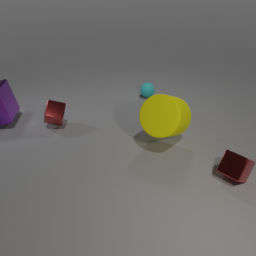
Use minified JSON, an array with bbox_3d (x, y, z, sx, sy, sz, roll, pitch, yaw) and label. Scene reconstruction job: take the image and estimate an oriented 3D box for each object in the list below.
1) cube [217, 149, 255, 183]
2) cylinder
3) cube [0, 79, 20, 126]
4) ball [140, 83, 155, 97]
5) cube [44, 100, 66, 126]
[{"bbox_3d":[3.145,1.115,8.154,0.700,0.700,0.700,28,6,41],"label":"cube"},{"bbox_3d":[1.283,-0.397,9.459,1.400,1.400,1.400,15,8,25],"label":"cylinder"},{"bbox_3d":[-5.394,-0.933,11.153,1.400,1.400,1.400,-14,29,2],"label":"cube"},{"bbox_3d":[0.957,-1.878,13.793,0.700,0.700,0.700,0,29,0],"label":"ball"},{"bbox_3d":[-2.845,-0.582,10.898,0.700,0.700,0.700,11,64,-13],"label":"cube"}]
